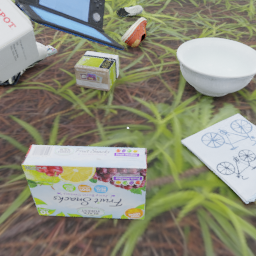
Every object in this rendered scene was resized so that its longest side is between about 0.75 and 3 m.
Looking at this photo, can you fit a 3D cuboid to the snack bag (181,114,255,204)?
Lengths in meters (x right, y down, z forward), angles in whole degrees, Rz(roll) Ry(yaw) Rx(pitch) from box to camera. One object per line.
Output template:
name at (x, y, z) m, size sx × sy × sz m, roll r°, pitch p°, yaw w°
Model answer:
snack bag at (2.929, 0.634, 7.176) m, size 2.206 × 0.250 × 2.340 m, roll -23°, pitch 46°, yaw -23°

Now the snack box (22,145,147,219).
snack box at (-0.763, 1.117, 5.603) m, size 2.241 × 1.593 × 0.594 m, roll 1°, pitch 40°, yaw 3°

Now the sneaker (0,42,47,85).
sneaker at (-3.831, -2.149, 9.796) m, size 2.357 × 0.941 × 1.534 m, roll -19°, pitch 46°, yaw -20°

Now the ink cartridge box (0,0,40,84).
ink cartridge box at (-3.489, -1.600, 5.514) m, size 2.769 × 1.164 × 2.021 m, roll -40°, pitch 80°, yaw -20°

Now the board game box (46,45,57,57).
board game box at (-3.440, -3.080, 11.420) m, size 0.923 × 0.160 × 0.583 m, roll -33°, pitch 51°, yaw -31°

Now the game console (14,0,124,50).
game console at (-1.270, -3.004, 6.662) m, size 2.381 × 2.032 × 1.409 m, roll 6°, pitch -1°, yaw -40°

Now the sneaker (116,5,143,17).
sneaker at (0.079, -6.045, 14.612) m, size 1.393 × 0.500 × 0.505 m, roll -6°, pitch -3°, yaw 7°

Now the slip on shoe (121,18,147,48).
slip on shoe at (0.411, -4.134, 12.227) m, size 0.772 × 0.935 × 2.524 m, roll 41°, pitch 34°, yaw -12°

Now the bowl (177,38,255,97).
bowl at (2.897, -1.890, 9.284) m, size 2.668 × 1.199 × 2.668 m, roll 0°, pitch 42°, yaw 0°

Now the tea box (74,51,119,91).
tea box at (-1.049, -1.983, 9.697) m, size 1.197 × 0.800 × 1.177 m, roll 12°, pitch 43°, yaw 13°
